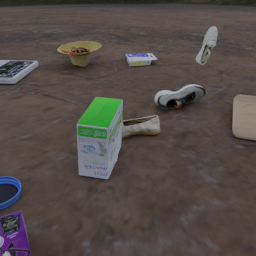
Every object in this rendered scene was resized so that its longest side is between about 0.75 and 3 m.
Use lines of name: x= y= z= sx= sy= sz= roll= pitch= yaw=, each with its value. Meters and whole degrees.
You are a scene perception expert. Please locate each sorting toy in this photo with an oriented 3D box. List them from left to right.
sorting toy: x=4.315 y=-0.224 z=8.486 sx=2.191 sy=0.432 sz=2.367 roll=9 pitch=35 yaw=16

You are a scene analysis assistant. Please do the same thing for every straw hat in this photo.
straw hat: x=-2.367 y=-3.548 z=13.879 sx=2.257 sy=0.955 sz=2.257 roll=-2 pitch=31 yaw=1

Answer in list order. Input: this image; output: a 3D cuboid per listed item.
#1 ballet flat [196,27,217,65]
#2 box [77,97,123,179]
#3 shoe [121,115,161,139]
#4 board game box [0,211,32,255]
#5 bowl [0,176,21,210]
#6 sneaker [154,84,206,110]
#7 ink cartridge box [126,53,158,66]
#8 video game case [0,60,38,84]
ballet flat: x=2.767 y=-2.766 z=9.618 sx=0.472 sy=1.360 sz=0.472 roll=10 pitch=42 yaw=-10
box: x=-0.603 y=0.193 z=6.660 sx=0.745 sy=1.360 sz=1.541 roll=7 pitch=30 yaw=7
shoe: x=0.012 y=-0.055 z=8.007 sx=1.871 sy=0.499 sz=0.654 roll=-5 pitch=29 yaw=-9
board game box: x=-2.681 y=2.249 z=3.792 sx=2.700 sy=0.436 sz=1.621 roll=-14 pitch=35 yaw=-23
bowl: x=-2.673 y=1.355 z=5.791 sx=0.909 sy=0.178 sz=0.909 roll=0 pitch=29 yaw=0
sneaker: x=1.864 y=-0.994 z=9.662 sx=1.843 sy=0.681 sz=0.731 roll=-15 pitch=41 yaw=-13
ink cartridge box: x=0.683 y=-3.576 z=14.597 sx=1.470 sy=0.346 sz=1.453 roll=-2 pitch=27 yaw=-7
video game case: x=-5.815 y=-2.620 z=12.872 sx=2.491 sy=0.320 sz=2.740 roll=2 pitch=28 yaw=5
